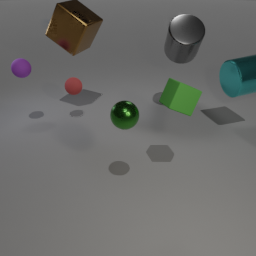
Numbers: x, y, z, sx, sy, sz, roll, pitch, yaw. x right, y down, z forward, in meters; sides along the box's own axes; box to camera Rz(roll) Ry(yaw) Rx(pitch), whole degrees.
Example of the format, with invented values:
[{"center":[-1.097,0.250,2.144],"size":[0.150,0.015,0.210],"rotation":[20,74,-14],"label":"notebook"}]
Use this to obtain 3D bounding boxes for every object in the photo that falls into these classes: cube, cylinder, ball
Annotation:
[{"center":[-2.089,-3.944,10.964],"size":[1.400,1.400,1.400],"rotation":[37,37,0],"label":"cube"},{"center":[4.407,-1.958,10.500],"size":[1.400,1.400,1.400],"rotation":[-13,30,-11],"label":"cylinder"},{"center":[-3.898,-2.185,10.229],"size":[0.700,0.700,0.700],"rotation":[0,28,0],"label":"ball"},{"center":[2.233,-3.536,11.242],"size":[1.400,1.400,1.400],"rotation":[0,72,0],"label":"cylinder"},{"center":[-0.078,-0.308,6.699],"size":[0.700,0.700,0.700],"rotation":[0,28,0],"label":"ball"},{"center":[-2.180,-1.675,11.209],"size":[0.700,0.700,0.700],"rotation":[0,28,0],"label":"ball"},{"center":[1.358,-0.817,7.330],"size":[0.700,0.700,0.700],"rotation":[17,14,-23],"label":"cube"}]
